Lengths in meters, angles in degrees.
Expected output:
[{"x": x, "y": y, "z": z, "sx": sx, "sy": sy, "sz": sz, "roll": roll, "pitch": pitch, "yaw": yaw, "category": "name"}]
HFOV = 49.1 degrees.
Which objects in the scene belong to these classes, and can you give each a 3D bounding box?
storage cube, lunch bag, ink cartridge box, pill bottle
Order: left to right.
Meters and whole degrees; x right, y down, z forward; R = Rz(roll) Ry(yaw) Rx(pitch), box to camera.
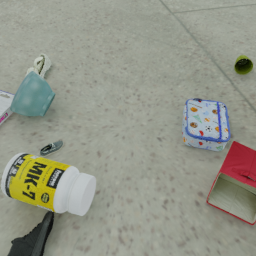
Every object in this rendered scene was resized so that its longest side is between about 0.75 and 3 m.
[{"x": -5.297, "y": -0.492, "z": 10.702, "sx": 1.152, "sy": 0.451, "sz": 2.433, "roll": 18, "pitch": 52, "yaw": 16, "category": "ink cartridge box"}, {"x": -2.230, "y": 1.635, "z": 8.103, "sx": 2.389, "sy": 1.365, "sz": 1.365, "roll": 13, "pitch": 49, "yaw": 12, "category": "pill bottle"}, {"x": 2.865, "y": -0.205, "z": 10.207, "sx": 1.708, "sy": 0.805, "sz": 2.131, "roll": 8, "pitch": 49, "yaw": 5, "category": "lunch bag"}, {"x": 3.295, "y": 1.547, "z": 8.064, "sx": 1.414, "sy": 1.654, "sz": 1.487, "roll": 24, "pitch": 45, "yaw": 21, "category": "storage cube"}]

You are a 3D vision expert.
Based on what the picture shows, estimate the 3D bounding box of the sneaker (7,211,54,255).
[{"x": -2.649, "y": 3.002, "z": 7.410, "sx": 0.938, "sy": 0.540, "sz": 1.799, "roll": 9, "pitch": 51, "yaw": 2, "category": "sneaker"}]

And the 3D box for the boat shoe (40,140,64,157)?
[{"x": -2.646, "y": 0.673, "z": 9.728, "sx": 0.914, "sy": 0.282, "sz": 0.333, "roll": -32, "pitch": 55, "yaw": -26, "category": "boat shoe"}]

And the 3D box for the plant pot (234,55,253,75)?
[{"x": 5.261, "y": -2.961, "z": 12.814, "sx": 0.803, "sy": 0.803, "sz": 0.773, "roll": 11, "pitch": 37, "yaw": 10, "category": "plant pot"}]

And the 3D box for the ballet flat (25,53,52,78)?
[{"x": -4.080, "y": -2.518, "z": 12.358, "sx": 0.820, "sy": 0.820, "sz": 2.284, "roll": 6, "pitch": 48, "yaw": 6, "category": "ballet flat"}]

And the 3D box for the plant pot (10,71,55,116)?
[{"x": -3.491, "y": -1.135, "z": 10.633, "sx": 1.150, "sy": 1.716, "sz": 1.716, "roll": 28, "pitch": 48, "yaw": -11, "category": "plant pot"}]
